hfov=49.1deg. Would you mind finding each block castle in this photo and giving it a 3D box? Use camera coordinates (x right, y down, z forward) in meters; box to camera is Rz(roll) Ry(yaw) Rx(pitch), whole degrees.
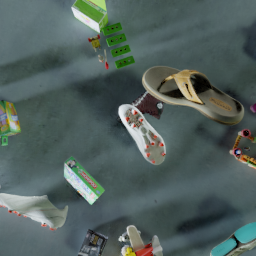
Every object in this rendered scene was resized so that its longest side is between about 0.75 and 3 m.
[{"bbox_3d":[4.973,0.904,10.827,1.757,0.824,1.174,27,87,1],"label":"block castle"}]

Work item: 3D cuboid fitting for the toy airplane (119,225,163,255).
[{"bbox_3d":[0.346,4.708,10.490,1.908,1.352,1.916,28,75,-36],"label":"toy airplane"}]

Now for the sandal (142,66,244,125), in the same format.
[{"bbox_3d":[1.850,-1.067,7.718,2.957,0.799,1.188,27,60,12],"label":"sandal"}]

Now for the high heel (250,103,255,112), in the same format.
[{"bbox_3d":[5.475,-0.467,10.982,1.402,0.674,0.473,34,87,2],"label":"high heel"}]

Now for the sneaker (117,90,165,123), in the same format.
[{"bbox_3d":[0.651,-0.626,10.958,2.077,0.786,1.200,-40,90,-3],"label":"sneaker"}]

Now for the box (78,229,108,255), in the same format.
[{"bbox_3d":[-1.367,4.606,10.880,0.852,0.269,1.081,23,87,2],"label":"box"}]

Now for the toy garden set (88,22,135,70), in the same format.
[{"bbox_3d":[-0.697,-3.185,11.333,1.454,0.348,1.744,-20,87,-3],"label":"toy garden set"}]

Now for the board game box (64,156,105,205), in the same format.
[{"bbox_3d":[-1.247,1.495,7.638,1.194,1.774,0.258,44,66,5],"label":"board game box"}]

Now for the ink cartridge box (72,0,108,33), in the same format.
[{"bbox_3d":[-1.489,-4.538,10.700,1.270,1.719,0.651,33,87,2],"label":"ink cartridge box"}]

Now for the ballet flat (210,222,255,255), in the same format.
[{"bbox_3d":[4.268,4.475,10.761,2.443,0.824,0.762,-31,115,2],"label":"ballet flat"}]

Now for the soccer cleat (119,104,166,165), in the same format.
[{"bbox_3d":[0.582,0.216,10.715,0.969,1.085,2.798,-35,114,-3],"label":"soccer cleat"}]

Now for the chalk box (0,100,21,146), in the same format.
[{"bbox_3d":[-4.859,-0.130,10.807,0.995,1.000,1.607,-16,88,-1],"label":"chalk box"}]

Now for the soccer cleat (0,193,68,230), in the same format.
[{"bbox_3d":[-3.632,2.968,10.730,2.740,0.949,1.063,23,72,0],"label":"soccer cleat"}]
